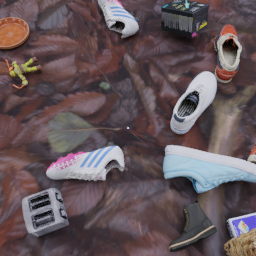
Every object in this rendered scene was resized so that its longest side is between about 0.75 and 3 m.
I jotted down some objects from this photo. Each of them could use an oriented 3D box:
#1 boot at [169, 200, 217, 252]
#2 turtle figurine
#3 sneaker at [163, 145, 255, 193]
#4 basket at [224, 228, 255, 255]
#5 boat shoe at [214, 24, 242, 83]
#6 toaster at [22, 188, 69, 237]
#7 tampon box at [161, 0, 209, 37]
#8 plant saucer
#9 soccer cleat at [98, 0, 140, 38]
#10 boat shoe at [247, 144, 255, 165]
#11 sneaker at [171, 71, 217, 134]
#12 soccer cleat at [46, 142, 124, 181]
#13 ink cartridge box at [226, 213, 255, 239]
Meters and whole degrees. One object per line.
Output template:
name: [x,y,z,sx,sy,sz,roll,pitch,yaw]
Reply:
boot: [1.516,2.574,7.371,1.367,0.530,0.946,-15,58,-22]
turtle figurine: [-3.677,-2.104,9.785,1.124,0.449,1.394,-27,66,-14]
sneaker: [2.329,1.311,7.829,2.795,1.033,1.145,12,81,9]
basket: [3.829,2.794,5.969,2.651,1.975,1.892,-20,66,-12]
boat shoe: [3.573,-2.831,9.969,0.921,0.809,2.587,11,62,8]
toaster: [-2.226,2.230,7.410,1.106,0.656,1.000,-18,63,-9]
tampon box: [2.042,-3.989,10.123,1.383,0.873,1.036,29,52,34]
plant saucer: [-4.533,-3.593,10.682,1.545,0.249,1.545,0,63,0]
soccer cleat: [-0.579,-4.347,10.750,1.009,0.817,2.338,-38,69,-18]
boat shoe: [4.634,1.250,7.763,2.547,0.906,0.797,30,58,19]
sneaker: [2.203,-0.950,8.921,0.936,0.908,2.564,26,65,13]
soccer cleat: [-1.153,1.135,7.896,2.226,0.777,0.961,-19,60,-10]
ink cartridge box: [3.639,3.037,7.137,1.751,0.380,1.735,-11,64,-5]
